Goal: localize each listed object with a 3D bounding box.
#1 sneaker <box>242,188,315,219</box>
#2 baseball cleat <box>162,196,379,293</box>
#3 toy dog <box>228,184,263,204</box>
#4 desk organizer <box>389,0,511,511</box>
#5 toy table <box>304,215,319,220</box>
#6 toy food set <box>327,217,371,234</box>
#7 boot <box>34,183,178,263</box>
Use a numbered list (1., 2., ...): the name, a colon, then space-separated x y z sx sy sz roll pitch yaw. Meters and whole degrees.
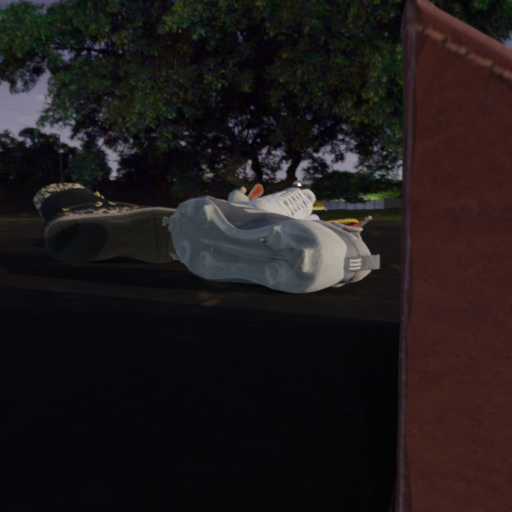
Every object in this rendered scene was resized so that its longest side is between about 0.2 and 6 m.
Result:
1. sneaker: 0.505 -0.901 11.185 1.106 1.050 2.748 -29 6 16
2. baseball cleat: 0.144 -0.075 6.843 1.574 1.031 2.957 4 11 -40
3. toy dog: 0.332 -1.197 12.998 1.787 0.861 1.179 12 28 -43
4. desk organizer: 1.284 0.051 2.365 1.173 1.259 3.270 2 5 19
5. toy table: 1.112 -0.727 14.140 0.548 0.859 0.935 13 31 42
6. toy food set: 1.747 -0.431 12.295 1.683 0.550 0.990 -7 -9 -14
7. boot: -2.340 -0.650 9.418 2.587 0.934 1.954 -3 25 -30
